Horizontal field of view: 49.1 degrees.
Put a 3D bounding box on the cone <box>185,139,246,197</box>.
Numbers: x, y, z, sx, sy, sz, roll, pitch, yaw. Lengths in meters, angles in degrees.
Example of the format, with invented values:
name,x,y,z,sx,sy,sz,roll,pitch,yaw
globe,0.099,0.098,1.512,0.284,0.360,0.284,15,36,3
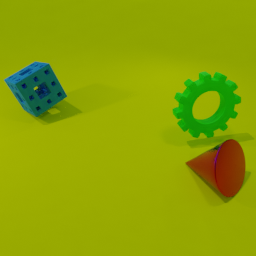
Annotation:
name,x,y,z,sx,sy,sz,roll,pitch,yaw
cone,1.976,0.935,7.032,1.347,1.347,1.352,-30,19,-36

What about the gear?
name,x,y,z,sx,sy,sz,roll,pitch,yaw
gear,2.174,-0.613,7.746,1.842,1.842,0.341,-6,26,-9

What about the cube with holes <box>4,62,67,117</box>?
name,x,y,z,sx,sy,sz,roll,pitch,yaw
cube with holes,-3.057,-1.322,9.294,1.238,1.238,1.238,-39,34,-23
